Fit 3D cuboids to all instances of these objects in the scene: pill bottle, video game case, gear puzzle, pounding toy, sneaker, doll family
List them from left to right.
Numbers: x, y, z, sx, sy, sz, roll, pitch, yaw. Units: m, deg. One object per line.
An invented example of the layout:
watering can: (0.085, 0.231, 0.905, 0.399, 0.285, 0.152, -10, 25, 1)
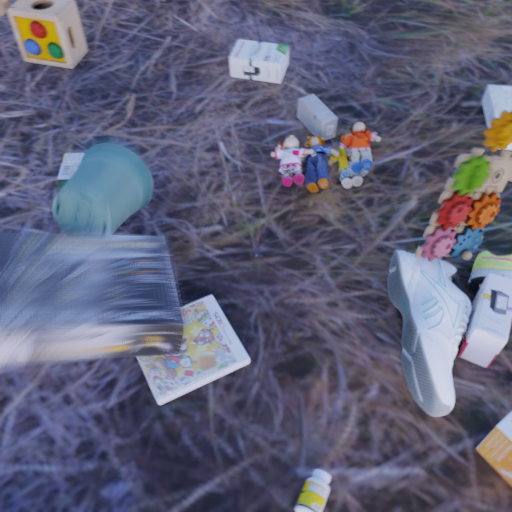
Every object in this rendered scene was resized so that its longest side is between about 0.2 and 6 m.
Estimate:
pounding toy: (-5.532, -5.753, 13.617, 2.203, 1.936, 1.008, 11, 52, 9)
video game case: (-1.099, 1.438, 8.907, 1.554, 0.178, 1.414, -22, 54, -17)
pill bottle: (0.774, 3.157, 7.414, 0.331, 0.331, 0.594, 21, 52, 16)
doll family: (1.455, -1.975, 11.365, 2.196, 0.990, 1.363, -8, 56, 16)
sneaker: (2.819, 1.064, 8.684, 1.167, 1.024, 2.911, 4, 50, -1)
gear puzzle: (3.493, -0.985, 8.655, 1.358, 2.622, 0.343, -2, 34, -27)
sneaker: (4.632, 0.304, 9.471, 1.946, 0.761, 0.879, 11, 49, 9)

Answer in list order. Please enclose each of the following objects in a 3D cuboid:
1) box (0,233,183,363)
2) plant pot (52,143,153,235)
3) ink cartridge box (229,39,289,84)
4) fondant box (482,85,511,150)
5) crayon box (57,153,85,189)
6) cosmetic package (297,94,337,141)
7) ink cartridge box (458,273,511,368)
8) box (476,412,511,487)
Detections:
box: (-2.665, 0.562, 8.617, 2.777, 0.671, 2.199, 0, 38, -20)
plant pot: (-2.742, -1.029, 9.857, 1.441, 1.441, 1.412, 10, 38, 8)
ink cartridge box: (0.074, -4.774, 13.728, 1.302, 0.541, 0.954, 11, 52, 9)
fondant box: (5.781, -3.036, 12.342, 1.248, 0.504, 1.730, 6, 52, 4)
crayon box: (-3.317, -1.737, 11.400, 1.244, 0.321, 0.782, -2, 51, -1)
cosmetic package: (1.329, -3.043, 12.325, 0.461, 0.545, 1.021, -24, 53, -19)
ink cartridge box: (3.651, 1.011, 8.805, 0.509, 0.878, 1.190, 19, 52, 14)
box: (3.788, 2.766, 7.366, 0.695, 0.887, 1.426, -29, 57, -22)
